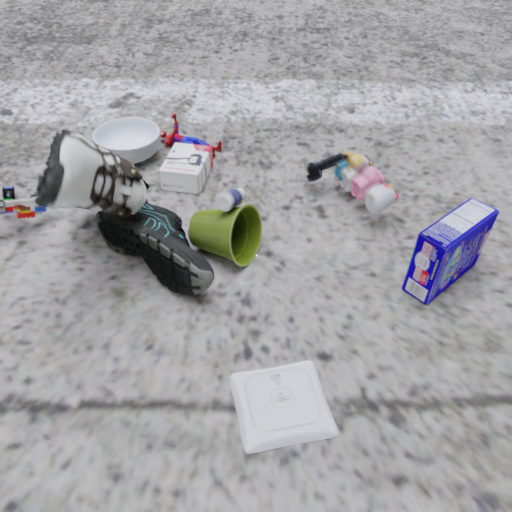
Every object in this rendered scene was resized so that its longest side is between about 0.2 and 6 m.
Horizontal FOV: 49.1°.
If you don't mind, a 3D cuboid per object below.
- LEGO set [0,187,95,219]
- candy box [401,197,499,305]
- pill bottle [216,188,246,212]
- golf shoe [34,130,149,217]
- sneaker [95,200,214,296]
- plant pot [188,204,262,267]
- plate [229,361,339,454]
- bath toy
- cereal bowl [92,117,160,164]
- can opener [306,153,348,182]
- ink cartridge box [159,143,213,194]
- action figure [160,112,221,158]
[{"bbox_3d":[-4.384,-1.065,12.012,2.962,0.727,2.213,5,16,8],"label":"LEGO set"},{"bbox_3d":[3.571,-0.107,10.350,1.694,1.432,0.653,-29,52,-30],"label":"candy box"},{"bbox_3d":[-0.458,-1.085,10.634,0.344,0.344,0.619,23,32,24],"label":"pill bottle"},{"bbox_3d":[-2.692,-1.352,9.792,1.580,1.300,3.345,19,11,-4],"label":"golf shoe"},{"bbox_3d":[-1.795,-0.365,10.782,3.135,1.182,1.243,31,49,33],"label":"sneaker"},{"bbox_3d":[-0.682,-0.482,11.114,1.174,1.236,1.236,10,41,28],"label":"plant pot"},{"bbox_3d":[0.390,2.232,8.610,1.435,0.232,1.438,-8,42,-8],"label":"plate"},{"bbox_3d":[2.430,-1.637,12.249,0.718,0.844,1.942,-12,38,-16],"label":"bath toy"},{"bbox_3d":[-3.183,-2.775,13.947,1.654,0.689,1.654,0,41,0],"label":"cereal bowl"},{"bbox_3d":[1.577,-2.033,12.503,1.139,0.448,0.361,-23,-3,41],"label":"can opener"},{"bbox_3d":[-1.641,-2.090,13.269,0.951,0.554,1.313,7,42,8],"label":"ink cartridge box"},{"bbox_3d":[-1.771,-3.113,14.260,1.740,0.861,0.568,15,43,20],"label":"action figure"}]
